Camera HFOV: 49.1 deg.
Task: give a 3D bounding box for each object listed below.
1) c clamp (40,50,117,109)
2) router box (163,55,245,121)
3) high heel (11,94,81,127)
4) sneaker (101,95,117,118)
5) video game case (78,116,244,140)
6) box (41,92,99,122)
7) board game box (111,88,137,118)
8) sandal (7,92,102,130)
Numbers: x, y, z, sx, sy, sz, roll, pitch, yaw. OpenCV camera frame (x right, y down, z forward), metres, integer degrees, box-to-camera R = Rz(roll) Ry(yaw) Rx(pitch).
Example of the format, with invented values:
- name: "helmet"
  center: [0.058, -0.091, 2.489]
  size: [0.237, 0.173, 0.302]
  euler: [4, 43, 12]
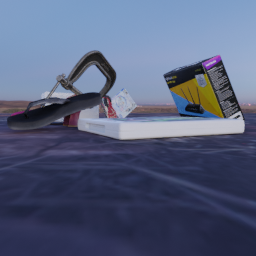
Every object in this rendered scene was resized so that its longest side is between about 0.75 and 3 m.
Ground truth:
- name: "c clamp"
  center: [-1.176, -1.147, 7.640]
  size: [0.306, 1.932, 2.262]
  euler: [37, 4, 23]
- name: "router box"
  center: [2.040, -0.947, 8.018]
  size: [0.620, 1.812, 2.429]
  euler: [-27, 10, -12]
- name: "high heel"
  center: [-2.196, -0.578, 7.757]
  size: [0.725, 1.034, 2.152]
  euler: [6, 3, 36]
- name: "sneaker"
  center: [-0.650, -0.585, 9.139]
  size: [0.381, 0.945, 0.353]
  euler: [-10, -6, -43]
- name: "video game case"
  center: [0.605, -0.075, 6.490]
  size: [2.922, 0.341, 2.656]
  euler: [-2, 4, -26]
- name: "box"
  center: [-2.170, -0.722, 10.347]
  size: [1.918, 1.020, 1.460]
  euler: [2, 1, -21]
- name: "board game box"
  center: [-0.259, -1.047, 12.492]
  size: [1.025, 1.030, 0.223]
  euler: [-44, 26, -14]
- name: "sandal"
  center: [-1.771, -0.562, 6.781]
  size: [2.445, 0.523, 0.930]
  euler: [-26, 28, -37]
